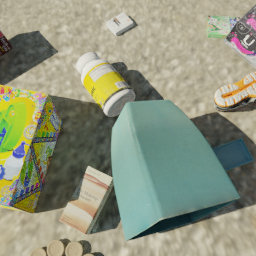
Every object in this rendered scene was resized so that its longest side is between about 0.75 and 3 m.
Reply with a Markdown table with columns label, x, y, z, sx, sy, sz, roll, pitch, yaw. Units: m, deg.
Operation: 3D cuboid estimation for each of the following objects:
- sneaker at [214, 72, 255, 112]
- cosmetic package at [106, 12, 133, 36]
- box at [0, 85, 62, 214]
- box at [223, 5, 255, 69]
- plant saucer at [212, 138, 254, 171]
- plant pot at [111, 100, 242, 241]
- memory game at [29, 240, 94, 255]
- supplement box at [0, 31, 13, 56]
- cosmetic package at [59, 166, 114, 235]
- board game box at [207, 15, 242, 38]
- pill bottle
| label | x | y | z | sx | sy | sz | roll | pitch | yaw |
| --- | --- | --- | --- | --- | --- | --- | --- | --- | --- |
| sneaker | 3.548 | -1.067 | 8.476 | 2.125 | 0.821 | 0.832 | -15 | 68 | -2 |
| cosmetic package | -0.292 | -3.696 | 9.967 | 0.788 | 0.204 | 0.594 | -36 | 75 | -14 |
| box | -3.709 | 0.459 | 7.408 | 2.963 | 1.808 | 2.854 | 10 | 67 | 4 |
| box | 4.426 | -2.797 | 8.945 | 2.072 | 1.189 | 1.369 | 44 | 74 | 10 |
| plant saucer | 2.471 | 0.974 | 8.069 | 2.168 | 0.206 | 0.758 | -19 | 69 | -7 |
| plant pot | 0.755 | 0.851 | 6.897 | 2.066 | 2.067 | 2.925 | -6 | 62 | -25 |
| memory game | -1.694 | 3.941 | 6.858 | 2.300 | 0.146 | 2.300 | -1 | 68 | 2 |
| supplement box | -4.991 | -2.417 | 8.697 | 2.328 | 0.709 | 1.267 | -38 | 72 | -11 |
| cosmetic package | -1.047 | 1.913 | 7.418 | 0.805 | 0.679 | 1.557 | 23 | 70 | 9 |
| board game box | 3.451 | -3.566 | 9.918 | 1.269 | 0.185 | 0.854 | 4 | 69 | 2 |
| pill bottle | -0.742 | -1.380 | 8.553 | 1.086 | 1.086 | 1.951 | -32 | 69 | -12 |
